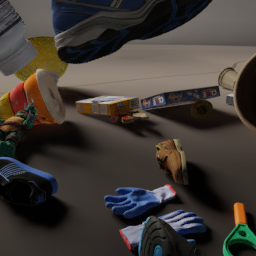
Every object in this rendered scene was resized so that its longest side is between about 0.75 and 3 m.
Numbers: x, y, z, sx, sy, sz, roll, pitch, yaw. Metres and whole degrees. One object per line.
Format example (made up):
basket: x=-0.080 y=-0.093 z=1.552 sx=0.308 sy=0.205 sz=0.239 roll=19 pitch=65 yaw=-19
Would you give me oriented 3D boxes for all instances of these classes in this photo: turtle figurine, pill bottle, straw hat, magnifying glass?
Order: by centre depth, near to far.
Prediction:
magnifying glass: x=1.657 y=1.527 z=4.053 sx=0.541 sy=0.152 sz=1.360 roll=6 pitch=23 yaw=16
pill bottle: x=-2.657 y=-2.012 z=5.152 sx=1.137 sy=2.055 sz=1.137 roll=-23 pitch=34 yaw=17
turtle figurine: x=-2.971 y=-0.088 z=7.101 sx=1.625 sy=1.093 sz=2.170 roll=-10 pitch=33 yaw=10
straw hat: x=2.514 y=-0.556 z=9.392 sx=0.791 sy=0.791 sz=0.335 roll=19 pitch=-16 yaw=41

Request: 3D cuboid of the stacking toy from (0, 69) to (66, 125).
stacking toy: x=-3.270 y=-0.613 z=8.509 sx=2.406 sy=1.758 sz=1.758 roll=-20 pitch=21 yaw=0

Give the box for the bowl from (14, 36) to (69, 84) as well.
bowl: x=-4.046 y=-2.788 z=13.211 sx=2.904 sy=1.562 sz=2.904 roll=-18 pitch=-15 yaw=-5

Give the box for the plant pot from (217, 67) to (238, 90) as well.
plant pot: x=5.003 y=-2.271 z=13.367 sx=1.045 sy=1.045 sz=0.957 roll=-8 pitch=32 yaw=-22

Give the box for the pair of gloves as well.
pair of gloves: x=0.394 y=1.344 z=4.460 sx=1.322 sy=0.187 sz=1.644 roll=-8 pitch=21 yaw=-19

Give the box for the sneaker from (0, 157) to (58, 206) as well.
sneaker: x=-2.099 y=0.944 z=4.962 sx=1.667 sy=0.585 sz=0.649 roll=9 pitch=14 yaw=20

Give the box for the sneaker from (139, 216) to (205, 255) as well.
sneaker: x=0.708 y=1.682 z=3.121 sx=0.735 sy=0.657 sz=1.794 roll=11 pitch=18 yaw=-28

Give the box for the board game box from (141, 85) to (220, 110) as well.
board game box: x=1.841 y=-1.067 z=9.961 sx=2.331 sy=0.403 sz=1.579 roll=-10 pitch=1 yaw=-25

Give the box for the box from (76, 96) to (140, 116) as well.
box: x=-0.807 y=-0.807 z=9.677 sx=2.144 sy=0.445 sz=1.277 roll=10 pitch=21 yaw=44

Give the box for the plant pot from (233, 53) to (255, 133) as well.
plant pot: x=4.605 y=-0.896 z=7.870 sx=2.560 sy=2.560 sz=2.232 roll=18 pitch=9 yaw=41

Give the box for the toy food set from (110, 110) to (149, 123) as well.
toy food set: x=-0.028 y=-0.303 z=8.678 sx=1.017 sy=0.252 sz=1.599 roll=-9 pitch=13 yaw=-10

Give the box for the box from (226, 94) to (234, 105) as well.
box: x=4.941 y=-1.149 z=11.006 sx=1.828 sy=0.376 sz=1.425 roll=-19 pitch=28 yaw=-40

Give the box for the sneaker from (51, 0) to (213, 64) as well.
sneaker: x=0.102 y=-1.903 z=4.191 sx=2.713 sy=1.045 sz=1.027 roll=-20 pitch=-3 yaw=-4

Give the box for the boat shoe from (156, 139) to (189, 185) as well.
boat shoe: x=0.869 y=0.707 z=5.736 sx=0.574 sy=0.607 sz=1.688 roll=-5 pitch=12 yaw=4
